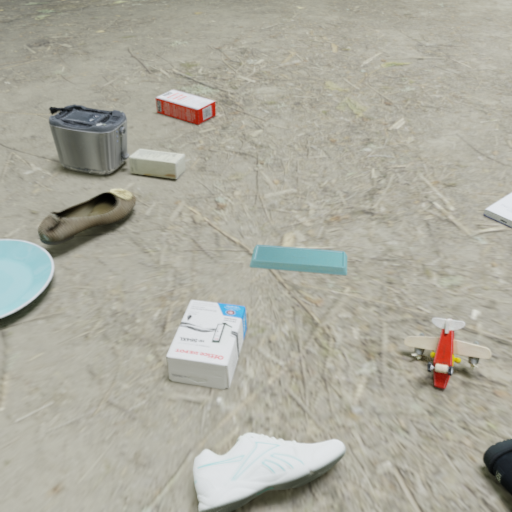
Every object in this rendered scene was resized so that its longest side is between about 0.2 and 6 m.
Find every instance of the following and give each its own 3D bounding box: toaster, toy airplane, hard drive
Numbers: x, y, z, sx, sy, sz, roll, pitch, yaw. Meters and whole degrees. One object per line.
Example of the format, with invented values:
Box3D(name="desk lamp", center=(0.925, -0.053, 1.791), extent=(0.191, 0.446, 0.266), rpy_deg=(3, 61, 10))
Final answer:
Box3D(name="toaster", center=(-4.187, -2.887, 13.948), extent=(2.134, 1.379, 1.213), rpy_deg=(10, 37, 13))
Box3D(name="toy airplane", center=(2.939, 1.440, 8.664), extent=(0.984, 0.697, 0.988), rpy_deg=(-36, 55, 5))
Box3D(name="hard drive", center=(5.885, -1.032, 12.442), extent=(1.449, 0.184, 0.956), rpy_deg=(-27, 44, -31))

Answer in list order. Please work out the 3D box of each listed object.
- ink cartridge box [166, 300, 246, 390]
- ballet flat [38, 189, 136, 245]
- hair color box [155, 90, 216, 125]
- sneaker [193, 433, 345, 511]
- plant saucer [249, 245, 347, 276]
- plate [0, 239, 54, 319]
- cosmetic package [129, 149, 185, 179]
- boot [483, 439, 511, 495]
Box3D(name="ink cartridge box", center=(-0.751, 1.372, 8.861), extent=(0.968, 0.559, 1.326), rpy_deg=(6, 37, 8))
Box3D(name="ballet flat", center=(-3.461, -0.941, 11.616), extent=(0.813, 0.559, 2.412), rpy_deg=(26, 39, 29))
Box3D(name="hair color box", center=(-2.124, -4.491, 16.867), extent=(1.669, 0.511, 0.847), rpy_deg=(23, 43, 27))
Box3D(name="sneaker", center=(0.167, 2.547, 7.011), extent=(1.991, 0.700, 0.798), rpy_deg=(-11, 55, -16))
Box3D(name="plant saucer", center=(0.843, 0.054, 10.993), extent=(1.889, 0.179, 0.660), rpy_deg=(4, 36, 7))
Box3D(name="plate", center=(-4.976, 0.519, 10.234), extent=(2.512, 0.321, 2.512), rpy_deg=(1, 37, 0))
Box3D(name="cosmetic package", center=(-2.441, -2.283, 13.884), extent=(1.247, 0.443, 0.656), rpy_deg=(10, 32, 15))
Box3D(name="boot", center=(3.929, 2.815, 6.753), extent=(1.831, 0.699, 1.539), rpy_deg=(-14, 34, -7))
